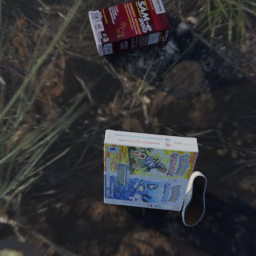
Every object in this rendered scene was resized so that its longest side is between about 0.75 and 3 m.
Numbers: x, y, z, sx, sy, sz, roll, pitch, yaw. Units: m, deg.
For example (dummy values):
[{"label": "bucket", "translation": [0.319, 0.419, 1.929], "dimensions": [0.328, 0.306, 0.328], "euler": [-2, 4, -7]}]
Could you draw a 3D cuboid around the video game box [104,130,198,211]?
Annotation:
[{"label": "video game box", "translation": [0.458, 1.131, 6.926], "dimensions": [2.083, 2.287, 0.535], "euler": [4, 40, 0]}]

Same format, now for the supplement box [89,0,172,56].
[{"label": "supplement box", "translation": [0.057, -3.186, 8.769], "dimensions": [2.303, 0.701, 1.253], "euler": [-15, 75, -5]}]

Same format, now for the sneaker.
[{"label": "sneaker", "translation": [1.801, 1.895, 7.599], "dimensions": [0.537, 0.624, 1.474], "euler": [12, 98, 0]}]
